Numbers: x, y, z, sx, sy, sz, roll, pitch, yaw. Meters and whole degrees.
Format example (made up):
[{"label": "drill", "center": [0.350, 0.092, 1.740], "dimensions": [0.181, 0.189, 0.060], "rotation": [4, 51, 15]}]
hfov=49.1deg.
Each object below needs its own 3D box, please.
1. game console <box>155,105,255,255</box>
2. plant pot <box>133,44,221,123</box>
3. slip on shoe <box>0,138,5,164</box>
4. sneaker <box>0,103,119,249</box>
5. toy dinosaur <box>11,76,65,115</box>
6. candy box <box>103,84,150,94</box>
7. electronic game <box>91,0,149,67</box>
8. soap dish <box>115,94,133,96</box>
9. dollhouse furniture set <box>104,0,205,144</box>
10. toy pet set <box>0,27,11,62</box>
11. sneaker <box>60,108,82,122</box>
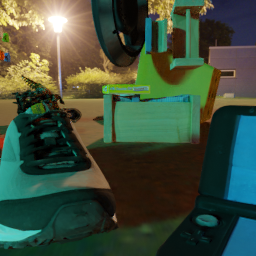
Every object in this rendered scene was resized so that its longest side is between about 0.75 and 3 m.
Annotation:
[{"label": "game console", "center": [1.027, 0.335, 1.509], "dimensions": [1.455, 0.864, 1.254], "rotation": [4, 8, 31]}, {"label": "plant pot", "center": [1.705, -1.258, 9.186], "dimensions": [2.167, 2.457, 2.457], "rotation": [15, 13, 23]}, {"label": "slip on shoe", "center": [-1.875, 0.246, 2.988], "dimensions": [0.831, 0.687, 2.244], "rotation": [3, 6, 36]}, {"label": "sneaker", "center": [-0.703, 0.248, 2.276], "dimensions": [0.804, 0.862, 2.174], "rotation": [-1, 8, -24]}, {"label": "toy dinosaur", "center": [-2.926, -0.881, 9.151], "dimensions": [1.408, 1.059, 2.074], "rotation": [-28, 46, -31]}, {"label": "candy box", "center": [-0.087, -0.793, 5.756], "dimensions": [0.781, 0.202, 1.527], "rotation": [1, 8, -9]}, {"label": "electronic game", "center": [-0.118, -2.818, 6.618], "dimensions": [0.565, 2.714, 2.714], "rotation": [6, 9, 23]}, {"label": "soap dish", "center": [0.550, -1.201, 12.909], "dimensions": [2.158, 1.114, 2.743], "rotation": [-2, 7, -15]}, {"label": "dollhouse furniture set", "center": [0.508, -1.115, 6.044], "dimensions": [1.843, 2.614, 1.832], "rotation": [0, 7, 3]}, {"label": "toy pet set", "center": [-3.921, -2.834, 7.047], "dimensions": [1.154, 2.173, 2.028], "rotation": [-2, 9, -6]}, {"label": "sneaker", "center": [-2.264, -0.461, 9.486], "dimensions": [1.402, 0.491, 0.761], "rotation": [-1, 5, -32]}]
